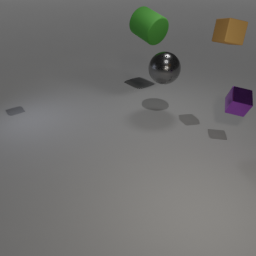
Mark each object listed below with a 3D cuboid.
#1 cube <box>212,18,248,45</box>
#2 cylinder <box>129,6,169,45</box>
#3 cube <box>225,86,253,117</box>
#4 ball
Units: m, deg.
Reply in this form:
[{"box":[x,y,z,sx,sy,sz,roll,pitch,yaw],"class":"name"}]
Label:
[{"box":[3.177,-3.011,8.774,0.700,0.700,0.700,3,17,-20],"class":"cube"},{"box":[1.021,-4.988,13.682,1.400,1.400,1.400,-22,52,-34],"class":"cylinder"},{"box":[3.854,-0.920,9.770,0.700,0.700,0.700,13,59,1],"class":"cube"},{"box":[1.588,-2.599,12.170,1.400,1.400,1.400,0,29,0],"class":"ball"}]
